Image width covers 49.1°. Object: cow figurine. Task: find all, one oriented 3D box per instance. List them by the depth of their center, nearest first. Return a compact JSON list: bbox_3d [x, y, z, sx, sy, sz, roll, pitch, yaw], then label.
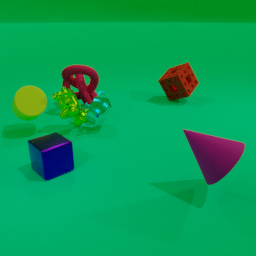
[{"bbox_3d":[-1.707,-0.664,8.687,0.731,1.331,1.310,-20,9,12],"label":"cow figurine"}]

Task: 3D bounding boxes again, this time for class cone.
[{"bbox_3d":[1.485,0.362,5.475,1.061,1.057,1.057,39,31,3],"label":"cone"}]

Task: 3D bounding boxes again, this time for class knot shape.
[{"bbox_3d":[-1.630,-1.426,10.226,0.927,1.878,2.007,-42,15,-23],"label":"knot shape"}]

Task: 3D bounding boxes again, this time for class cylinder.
[{"bbox_3d":[-2.941,-0.716,8.335,0.893,0.893,0.893,-12,-1,-27],"label":"cylinder"}]

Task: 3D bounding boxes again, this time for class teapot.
[{"bbox_3d":[-0.997,-0.517,8.603,0.756,0.960,1.545,27,59,-11],"label":"teapot"}]

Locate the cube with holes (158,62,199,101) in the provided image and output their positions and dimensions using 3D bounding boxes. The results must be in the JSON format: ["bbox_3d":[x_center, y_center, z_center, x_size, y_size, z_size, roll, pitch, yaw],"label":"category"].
[{"bbox_3d":[2.031,-1.845,11.233,0.991,0.991,0.991,-8,34,47],"label":"cube with holes"}]

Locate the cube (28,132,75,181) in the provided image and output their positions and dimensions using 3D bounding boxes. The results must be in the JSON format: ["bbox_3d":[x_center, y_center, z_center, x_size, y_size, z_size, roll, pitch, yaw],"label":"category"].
[{"bbox_3d":[-1.758,0.630,6.435,0.747,0.747,0.747,-19,29,-37],"label":"cube"}]
